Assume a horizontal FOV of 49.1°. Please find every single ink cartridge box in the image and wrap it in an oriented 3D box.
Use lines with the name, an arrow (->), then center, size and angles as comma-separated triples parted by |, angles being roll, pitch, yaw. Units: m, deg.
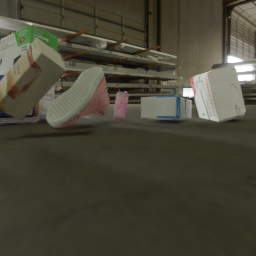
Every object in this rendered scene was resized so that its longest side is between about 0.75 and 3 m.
ink cartridge box -> 3.046, -1.180, 9.801 | 0.939, 1.662, 2.269 | -15, 6, 0
ink cartridge box -> -3.848, -2.024, 10.610 | 2.158, 2.956, 1.243 | -5, -10, 37
ink cartridge box -> 1.295, -0.631, 9.196 | 1.181, 0.681, 1.628 | 0, 0, 29

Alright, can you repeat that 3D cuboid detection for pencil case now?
pencil case -> -0.218, -0.713, 9.011 | 0.408, 0.934, 0.408 | 9, -11, 2

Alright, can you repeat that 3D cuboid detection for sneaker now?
sneaker -> -1.156, -0.525, 7.480 | 0.914, 1.270, 2.430 | 4, 40, 22

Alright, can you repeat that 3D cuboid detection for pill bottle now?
pill bottle -> -3.759, -0.792, 7.861 | 2.374, 1.421, 1.421 | -5, 7, -39

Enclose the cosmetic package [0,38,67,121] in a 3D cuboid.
cosmetic package -> -1.701, -0.826, 4.812 | 0.546, 1.251, 0.646 | 34, 17, -41
